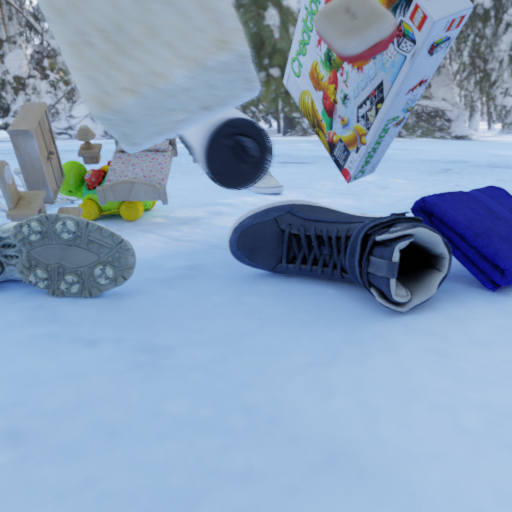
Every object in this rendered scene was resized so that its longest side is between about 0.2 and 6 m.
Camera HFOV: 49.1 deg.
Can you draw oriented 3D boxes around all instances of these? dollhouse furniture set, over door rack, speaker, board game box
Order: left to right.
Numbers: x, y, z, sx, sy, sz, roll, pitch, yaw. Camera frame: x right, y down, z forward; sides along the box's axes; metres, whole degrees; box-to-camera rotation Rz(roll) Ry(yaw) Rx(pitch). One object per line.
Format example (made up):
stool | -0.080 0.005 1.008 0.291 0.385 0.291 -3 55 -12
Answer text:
over door rack | -6.362 -1.742 14.265 3.091 1.030 2.284 6 15 22
dollhouse furniture set | -2.879 -2.005 11.413 3.702 1.807 3.157 -1 42 0
speaker | -0.584 -1.849 8.684 1.048 1.048 2.580 -4 24 -16
board game box | 1.826 -3.673 10.148 0.789 2.878 4.559 -24 -18 -16

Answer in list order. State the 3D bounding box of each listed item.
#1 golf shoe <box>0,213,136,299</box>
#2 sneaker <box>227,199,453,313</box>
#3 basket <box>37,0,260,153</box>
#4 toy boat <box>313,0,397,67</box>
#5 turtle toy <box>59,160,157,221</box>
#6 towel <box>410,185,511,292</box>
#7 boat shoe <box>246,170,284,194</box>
golf shoe | -3.008 -0.101 7.997 2.949 1.155 1.434 3 9 8
sneaker | 1.074 -0.074 7.609 3.057 1.162 2.209 1 12 1
basket | -1.098 -2.299 5.885 1.786 1.802 1.449 -24 0 3
toy boat | 1.117 -2.428 6.251 0.702 0.703 1.075 -29 50 4
turtle toy | -3.506 -1.592 13.114 2.545 1.287 1.855 1 15 3
towel | 3.707 -0.324 8.680 2.552 0.632 1.884 -10 45 -41
boat shoe | 0.194 -2.302 16.960 0.712 0.701 2.007 -7 16 -25
